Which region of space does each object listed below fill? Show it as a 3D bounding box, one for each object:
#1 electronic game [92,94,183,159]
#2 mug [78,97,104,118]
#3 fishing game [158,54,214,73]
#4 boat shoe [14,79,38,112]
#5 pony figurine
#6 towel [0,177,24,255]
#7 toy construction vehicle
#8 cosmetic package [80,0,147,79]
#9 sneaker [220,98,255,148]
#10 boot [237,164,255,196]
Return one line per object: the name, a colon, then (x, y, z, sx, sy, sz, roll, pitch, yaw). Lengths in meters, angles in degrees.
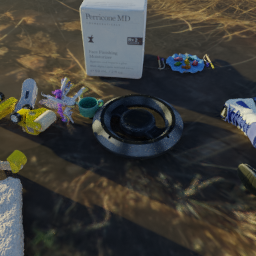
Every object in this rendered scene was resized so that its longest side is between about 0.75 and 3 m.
electronic game: (0.291, -0.140, 8.477, 2.729, 0.568, 2.729, 0, 45, 0)
mug: (-1.204, -0.627, 9.065, 0.765, 0.473, 0.629, 5, 44, 4)
fishing game: (2.312, -2.693, 11.320, 2.219, 0.345, 1.589, 1, 41, 1)
boat shoe: (-3.278, -0.808, 9.189, 0.561, 0.552, 1.581, 1, 69, 4)
pony figurine: (-2.060, -0.905, 8.877, 1.272, 1.097, 1.317, 28, 75, -12)
towel: (-3.185, 2.365, 5.958, 1.880, 0.489, 2.836, -13, 46, -12)
toy construction vehicle: (-3.830, 0.038, 8.165, 2.981, 1.050, 2.596, 13, 34, 10)
cosmetic package: (-0.438, -3.589, 10.555, 2.176, 2.640, 2.179, 3, 44, 3)
sneaker: (3.477, -0.246, 8.493, 1.252, 0.876, 2.167, 6, 37, 11)
boot: (3.620, 1.340, 7.022, 1.118, 0.535, 1.481, -20, 49, -25)
